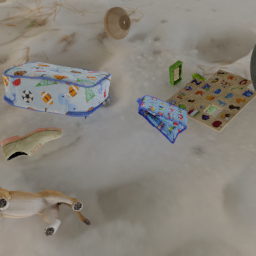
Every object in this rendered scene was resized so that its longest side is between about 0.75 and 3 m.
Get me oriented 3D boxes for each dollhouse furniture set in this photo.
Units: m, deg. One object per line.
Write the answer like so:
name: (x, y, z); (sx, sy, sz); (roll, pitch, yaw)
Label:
dollhouse furniture set: (2.007, -1.264, 8.067); (0.882, 0.682, 1.766); (-37, 56, -20)

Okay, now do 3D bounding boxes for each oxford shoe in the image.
oxford shoe: (-2.278, 0.401, 6.796); (1.479, 0.524, 0.546); (-18, 66, -4)

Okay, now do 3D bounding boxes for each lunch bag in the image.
lunch bag: (-1.766, -1.109, 7.556); (2.638, 0.997, 2.114); (12, 23, 10)
lunch bag: (0.741, -0.350, 6.582); (1.223, 0.575, 0.920); (33, 28, -6)

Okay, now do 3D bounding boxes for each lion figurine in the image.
lion figurine: (-1.993, 1.435, 5.352); (2.378, 1.457, 0.862); (21, 85, -27)

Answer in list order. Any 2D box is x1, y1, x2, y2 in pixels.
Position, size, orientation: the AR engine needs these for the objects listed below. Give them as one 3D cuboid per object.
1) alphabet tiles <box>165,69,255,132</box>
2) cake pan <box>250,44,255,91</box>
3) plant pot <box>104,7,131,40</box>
alphabet tiles: (2.355, -0.903, 7.699); (2.153, 0.081, 1.800); (-39, 49, -24)
cake pan: (3.914, -1.575, 7.465); (0.389, 2.121, 2.121); (-9, 48, -5)
plant pot: (-0.274, -3.758, 10.016); (1.123, 1.123, 0.518); (-35, 30, -28)
